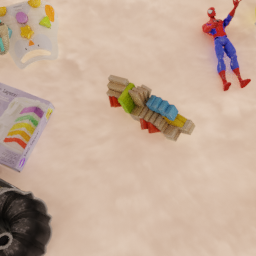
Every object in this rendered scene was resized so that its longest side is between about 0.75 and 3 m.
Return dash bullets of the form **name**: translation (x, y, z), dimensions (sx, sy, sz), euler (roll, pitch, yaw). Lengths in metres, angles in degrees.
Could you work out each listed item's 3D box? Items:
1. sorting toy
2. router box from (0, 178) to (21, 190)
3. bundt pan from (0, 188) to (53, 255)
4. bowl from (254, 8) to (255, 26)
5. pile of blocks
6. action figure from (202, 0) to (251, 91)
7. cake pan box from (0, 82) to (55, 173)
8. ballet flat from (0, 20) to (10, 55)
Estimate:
- **sorting toy**: translation (-2.687, -2.501, 7.696), dimensions (1.796, 0.960, 1.617), euler (-19, 91, -6)
- **router box**: translation (-3.782, 1.566, 6.009), dimensions (2.209, 0.577, 1.737), euler (30, 73, -5)
- **bundt pan**: translation (-2.583, 2.099, 5.535), dimensions (0.759, 2.023, 2.023), euler (8, 64, 47)
- **bowl**: translation (3.957, -2.989, 7.743), dimensions (1.317, 1.317, 0.709), euler (50, 120, 15)
- **pile of blocks**: translation (0.418, -0.393, 6.750), dimensions (2.424, 0.995, 0.753), euler (29, 73, 10)
- **action figure**: translation (2.605, -2.393, 7.384), dimensions (0.822, 1.247, 2.519), euler (-10, 68, -4)
- **cake pan box**: translation (-3.120, -0.137, 6.918), dimensions (2.011, 0.526, 1.852), euler (22, 70, 8)
- **ballet flat**: translation (-3.846, -2.505, 7.359), dimensions (0.925, 1.027, 2.728), euler (-28, 44, -30)
